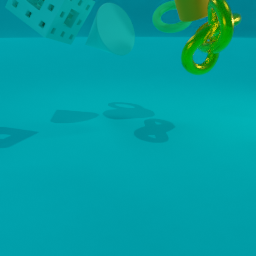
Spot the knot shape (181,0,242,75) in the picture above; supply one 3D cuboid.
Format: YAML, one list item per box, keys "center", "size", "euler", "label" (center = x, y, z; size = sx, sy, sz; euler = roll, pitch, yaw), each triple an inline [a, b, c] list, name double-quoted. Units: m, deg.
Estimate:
- center: [2.239, -2.505, 7.320]
  size: [0.964, 2.087, 1.953]
  euler: [30, -12, 7]
  label: "knot shape"

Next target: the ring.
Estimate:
- center: [1.569, -3.898, 9.783]
  size: [1.438, 0.288, 1.438]
  euler: [-6, 61, 11]
  label: "ring"

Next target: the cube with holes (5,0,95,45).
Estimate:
- center: [-1.799, -2.925, 6.645]
  size: [1.227, 1.227, 1.227]
  euler: [38, 17, 9]
  label: "cube with holes"

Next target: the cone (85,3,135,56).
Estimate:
- center: [-0.900, -2.944, 9.100]
  size: [1.603, 1.597, 1.597]
  euler: [-6, 10, 45]
  label: "cone"

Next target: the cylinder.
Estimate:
- center: [2.040, -4.122, 8.604]
  size: [1.236, 1.236, 1.236]
  euler: [-18, 34, 12]
  label: "cylinder"
